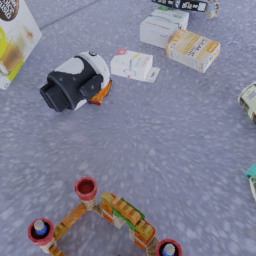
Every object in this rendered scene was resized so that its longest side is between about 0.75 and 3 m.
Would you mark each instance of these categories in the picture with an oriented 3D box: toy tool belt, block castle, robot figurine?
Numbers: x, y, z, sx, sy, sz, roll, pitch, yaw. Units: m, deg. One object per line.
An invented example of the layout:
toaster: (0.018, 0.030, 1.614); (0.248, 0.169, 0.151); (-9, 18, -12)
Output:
toy tool belt: (3.837, -5.481, 12.615); (0.620, 1.009, 0.630); (-20, 35, -19)
block castle: (-0.451, 2.333, 5.583); (2.722, 1.277, 1.819); (32, 55, 25)
robot figurine: (-1.613, -1.458, 8.725); (2.209, 1.378, 1.659); (-40, 77, -20)

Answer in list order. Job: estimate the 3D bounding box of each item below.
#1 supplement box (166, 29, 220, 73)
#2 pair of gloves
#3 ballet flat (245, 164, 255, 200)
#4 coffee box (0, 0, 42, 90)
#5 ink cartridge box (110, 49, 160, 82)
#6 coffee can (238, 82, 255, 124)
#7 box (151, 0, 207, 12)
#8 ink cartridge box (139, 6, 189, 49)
supplement box: (2.390, -2.888, 10.388); (1.671, 0.614, 1.053); (32, 74, 26)
pair of gloves: (-1.441, -1.450, 9.612); (1.699, 0.210, 1.514); (12, 50, 11)
ballet flat: (3.460, 1.745, 6.621); (0.700, 0.670, 1.990); (-29, 51, 7)
coffee box: (-5.085, -3.407, 9.247); (2.755, 2.751, 2.724); (18, 67, 16)
ink cartridge box: (0.290, -2.249, 10.081); (1.620, 0.547, 0.943); (15, 51, 13)
coffee can: (4.093, -0.568, 8.274); (1.038, 1.038, 1.418); (-12, 50, -10)
box: (2.289, -5.636, 12.554); (1.977, 0.430, 1.583); (-9, 35, -31)
ink cartridge box: (1.492, -4.186, 11.598); (1.394, 0.790, 1.901); (24, 52, 19)
